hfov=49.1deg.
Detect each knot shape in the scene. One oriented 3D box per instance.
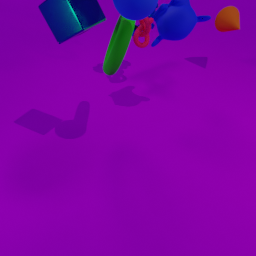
[{"bbox_3d":[0.533,-3.411,9.488,0.538,1.089,1.164,12,69,4],"label":"knot shape"}]

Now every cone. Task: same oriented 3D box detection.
[{"bbox_3d":[4.003,-3.953,10.662,1.021,1.021,1.025,-8,42,-9],"label":"cone"}]

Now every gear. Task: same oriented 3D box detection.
[{"bbox_3d":[0.411,-4.099,10.078,1.580,1.580,0.292,-26,42,-27],"label":"gear"}]

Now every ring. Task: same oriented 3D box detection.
[{"bbox_3d":[-0.238,-2.152,7.081,0.340,1.700,1.700,18,38,-13],"label":"ring"}]

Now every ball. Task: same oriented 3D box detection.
[{"bbox_3d":[0.147,-2.583,5.460,0.909,0.909,0.909,0,40,0],"label":"ball"}]

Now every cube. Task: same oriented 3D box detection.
[{"bbox_3d":[-1.209,-2.529,6.166,0.889,0.889,0.889,-11,25,39],"label":"cube"}]

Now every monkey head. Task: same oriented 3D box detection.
[{"bbox_3d":[1.367,-2.951,7.906,1.748,1.053,1.257,-23,-3,15],"label":"monkey head"}]
